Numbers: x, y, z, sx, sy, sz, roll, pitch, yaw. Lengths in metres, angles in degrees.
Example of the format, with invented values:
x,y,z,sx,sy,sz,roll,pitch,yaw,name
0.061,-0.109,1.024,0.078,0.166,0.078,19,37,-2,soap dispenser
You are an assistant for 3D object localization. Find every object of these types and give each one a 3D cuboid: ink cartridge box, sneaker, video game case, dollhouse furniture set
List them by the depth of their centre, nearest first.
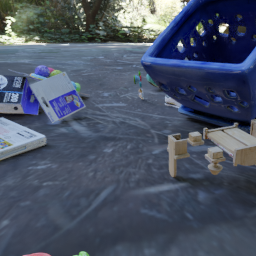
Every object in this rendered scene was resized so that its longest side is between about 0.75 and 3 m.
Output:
x,y,z,sx,sy,sz,roll,pitch,yaw,name
1.817,0.528,4.994,2.002,0.886,1.038,-9,21,-13,dollhouse furniture set
-3.301,0.293,6.460,2.120,0.243,1.929,17,26,37,video game case
-2.057,-0.884,8.152,1.262,1.250,0.274,-32,4,-38,ink cartridge box
-3.793,-1.118,9.030,1.858,0.403,1.841,3,37,-16,ink cartridge box
1.730,-0.917,9.520,1.039,0.418,0.397,13,22,29,sneaker
1.657,-2.323,12.899,1.258,1.070,2.758,-1,9,45,sneaker

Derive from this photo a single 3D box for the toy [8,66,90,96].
x,y,z,sx,sy,sz,roll,pitch,yaw,name
-2.661,-1.795,10.058,1.524,0.625,2.647,19,0,29,toy

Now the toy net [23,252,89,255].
x,y,z,sx,sy,sz,roll,pitch,yaw,name
-1.484,1.579,2.549,2.522,0.487,1.323,-3,20,-7,toy net

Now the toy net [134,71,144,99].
x,y,z,sx,sy,sz,roll,pitch,yaw,name
0.401,-1.517,10.182,0.207,1.072,0.563,-4,44,10,toy net

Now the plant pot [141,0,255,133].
x,y,z,sx,sy,sz,roll,pitch,yaw,name
2.623,-1.627,7.302,2.949,2.651,2.949,20,66,44,plant pot
